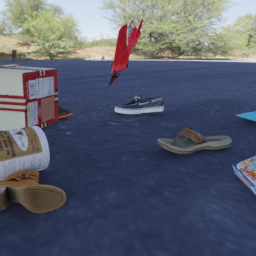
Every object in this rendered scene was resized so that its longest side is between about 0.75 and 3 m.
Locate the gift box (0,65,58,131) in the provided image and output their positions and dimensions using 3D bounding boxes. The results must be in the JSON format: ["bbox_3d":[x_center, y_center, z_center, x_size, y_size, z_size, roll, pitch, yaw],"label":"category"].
[{"bbox_3d":[-3.683,-1.049,8.781,2.154,2.129,2.307,7,12,17],"label":"gift box"}]

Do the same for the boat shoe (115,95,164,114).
[{"bbox_3d":[0.459,-0.957,10.934,2.023,0.686,0.726,-5,17,-15],"label":"boat shoe"}]

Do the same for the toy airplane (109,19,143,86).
[{"bbox_3d":[-0.050,-1.823,6.655,0.363,1.976,1.976,20,18,0],"label":"toy airplane"}]

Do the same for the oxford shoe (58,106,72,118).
[{"bbox_3d":[-2.744,-0.679,10.227,1.546,0.561,0.550,6,18,20],"label":"oxford shoe"}]

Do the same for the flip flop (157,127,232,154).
[{"bbox_3d":[1.686,0.255,7.080,2.008,0.578,0.814,-3,17,-11],"label":"flip flop"}]

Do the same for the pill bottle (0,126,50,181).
[{"bbox_3d":[-2.485,0.546,5.455,1.666,0.952,0.952,-12,21,-37],"label":"pill bottle"}]

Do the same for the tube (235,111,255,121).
[{"bbox_3d":[4.972,-0.286,8.867,1.076,0.700,2.778,0,9,-43],"label":"tube"}]

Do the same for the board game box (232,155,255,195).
[{"bbox_3d":[2.639,0.870,5.043,0.956,0.243,1.413,-23,17,3],"label":"board game box"}]

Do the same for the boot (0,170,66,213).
[{"bbox_3d":[-1.649,1.004,4.825,1.281,0.472,0.991,1,13,-3],"label":"boot"}]
